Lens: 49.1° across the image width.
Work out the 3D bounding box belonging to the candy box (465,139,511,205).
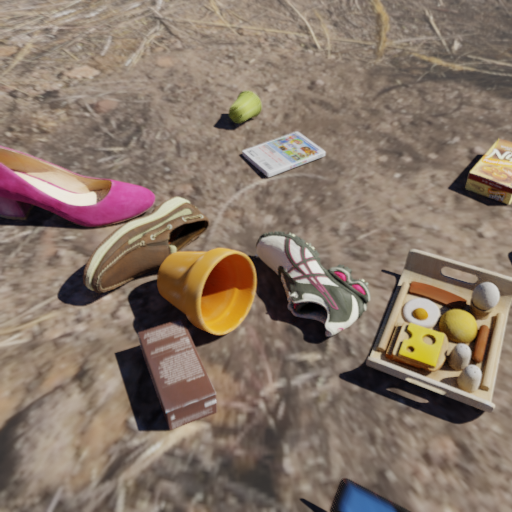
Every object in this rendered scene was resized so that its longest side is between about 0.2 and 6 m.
[{"bbox_3d":[4.897,-1.695,11.083,0.892,0.428,1.546,28,51,27],"label":"candy box"}]

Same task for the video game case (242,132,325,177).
[{"bbox_3d":[0.573,-2.146,11.747,1.430,0.129,1.024,-24,46,-22],"label":"video game case"}]

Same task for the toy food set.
[{"bbox_3d":[2.755,0.963,8.138,1.709,0.720,2.382,18,47,18],"label":"toy food set"}]

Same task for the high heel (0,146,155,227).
[{"bbox_3d":[-3.381,-1.369,10.018,3.017,1.447,1.016,4,44,4],"label":"high heel"}]

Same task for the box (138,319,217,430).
[{"bbox_3d":[-1.088,1.587,7.664,0.691,0.517,1.381,-16,45,-17],"label":"box"}]

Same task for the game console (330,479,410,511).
[{"bbox_3d":[1.179,3.074,6.086,0.939,0.557,0.809,21,48,21],"label":"game console"}]

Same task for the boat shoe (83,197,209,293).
[{"bbox_3d":[-1.689,-0.153,9.195,0.905,0.903,2.446,29,51,20],"label":"boat shoe"}]

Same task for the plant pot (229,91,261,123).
[{"bbox_3d":[-0.297,-3.279,12.543,0.634,0.634,0.583,21,46,21],"label":"plant pot"}]

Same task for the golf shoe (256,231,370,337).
[{"bbox_3d":[0.694,0.362,8.728,2.176,0.840,0.958,32,62,31],"label":"golf shoe"}]

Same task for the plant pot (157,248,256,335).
[{"bbox_3d":[-0.827,0.433,8.456,1.146,1.252,1.252,15,44,37],"label":"plant pot"}]
